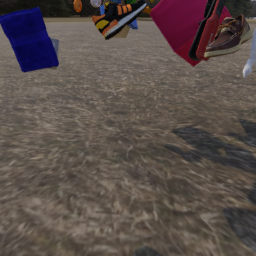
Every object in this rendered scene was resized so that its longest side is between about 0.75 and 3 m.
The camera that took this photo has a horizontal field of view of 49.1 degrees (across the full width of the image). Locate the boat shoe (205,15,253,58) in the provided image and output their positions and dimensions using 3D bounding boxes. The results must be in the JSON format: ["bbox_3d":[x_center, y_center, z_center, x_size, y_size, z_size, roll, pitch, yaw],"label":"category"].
[{"bbox_3d":[1.691,-1.595,4.749,0.523,0.522,1.450,3,30,47],"label":"boat shoe"}]

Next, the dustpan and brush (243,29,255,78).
[{"bbox_3d":[3.546,-1.998,7.802,0.576,1.404,2.011,2,44,24],"label":"dustpan and brush"}]

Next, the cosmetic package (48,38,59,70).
[{"bbox_3d":[-1.699,-1.619,6.154,0.358,0.424,0.793,6,-11,-17],"label":"cosmetic package"}]

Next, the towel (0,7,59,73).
[{"bbox_3d":[-1.658,-1.434,4.696,0.740,1.002,0.248,-8,33,13],"label":"towel"}]

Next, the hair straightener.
[{"bbox_3d":[1.836,-2.614,6.522,0.436,2.131,0.820,11,7,-20],"label":"hair straightener"}]

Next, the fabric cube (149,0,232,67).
[{"bbox_3d":[2.291,-3.647,9.673,1.973,1.966,1.935,6,50,-58],"label":"fabric cube"}]

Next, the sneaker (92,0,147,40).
[{"bbox_3d":[-0.221,-3.231,7.750,1.802,0.811,0.630,-46,11,-25],"label":"sneaker"}]

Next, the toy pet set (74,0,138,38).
[{"bbox_3d":[-0.629,-4.633,10.247,2.566,2.395,1.362,-5,-15,-16],"label":"toy pet set"}]

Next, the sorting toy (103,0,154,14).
[{"bbox_3d":[0.182,-4.219,8.801,1.720,1.281,0.230,3,35,-33],"label":"sorting toy"}]
